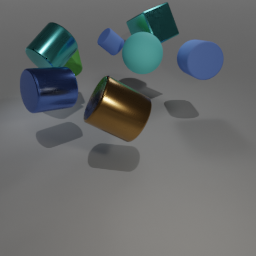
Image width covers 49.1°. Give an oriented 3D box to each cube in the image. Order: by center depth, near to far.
[{"bbox_3d":[1.048,-4.281,11.984,1.400,1.400,1.400,-33,18,-26],"label":"cube"}]

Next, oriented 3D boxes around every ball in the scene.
[{"bbox_3d":[0.494,-2.555,9.599,1.400,1.400,1.400,0,29,0],"label":"ball"}]

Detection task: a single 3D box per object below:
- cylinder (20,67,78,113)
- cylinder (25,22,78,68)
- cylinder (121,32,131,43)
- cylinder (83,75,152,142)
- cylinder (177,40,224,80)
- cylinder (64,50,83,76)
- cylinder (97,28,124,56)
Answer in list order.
[{"bbox_3d":[-2.577,-1.262,9.142,1.400,1.400,1.400,-14,31,-40],"label":"cylinder"},{"bbox_3d":[-2.832,-2.932,10.466,1.400,1.400,1.400,22,70,34],"label":"cylinder"},{"bbox_3d":[0.458,-4.121,14.385,1.400,1.400,1.400,-10,35,7],"label":"cylinder"},{"bbox_3d":[-0.297,-0.512,7.721,1.400,1.400,1.400,26,22,-20],"label":"cylinder"},{"bbox_3d":[2.767,-2.681,10.907,1.400,1.400,1.400,-3,20,-6],"label":"cylinder"},{"bbox_3d":[-2.814,-3.070,12.232,1.400,1.400,1.400,-10,73,-18],"label":"cylinder"},{"bbox_3d":[-0.618,-3.092,10.066,0.700,0.700,0.700,31,9,-37],"label":"cylinder"}]
